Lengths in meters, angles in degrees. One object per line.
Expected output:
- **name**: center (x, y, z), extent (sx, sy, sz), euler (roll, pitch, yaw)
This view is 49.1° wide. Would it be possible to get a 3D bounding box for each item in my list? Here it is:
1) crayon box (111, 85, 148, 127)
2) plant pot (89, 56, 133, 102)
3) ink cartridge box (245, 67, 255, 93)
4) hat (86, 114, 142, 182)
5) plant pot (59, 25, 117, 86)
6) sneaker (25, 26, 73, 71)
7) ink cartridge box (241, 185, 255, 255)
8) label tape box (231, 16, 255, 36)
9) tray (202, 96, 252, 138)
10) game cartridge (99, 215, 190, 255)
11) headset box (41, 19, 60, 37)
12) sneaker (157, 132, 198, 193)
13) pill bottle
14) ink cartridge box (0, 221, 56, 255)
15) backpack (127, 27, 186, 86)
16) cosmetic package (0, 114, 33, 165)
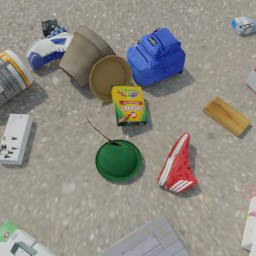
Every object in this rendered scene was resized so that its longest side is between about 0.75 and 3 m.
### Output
- **crayon box**: center (0.020, -0.999, 11.071), extent (1.173, 0.469, 1.848), euler (-3, 67, -20)
- **plant pot**: center (-0.701, -1.989, 11.300), extent (1.895, 1.895, 0.260), euler (-27, 34, -14)
- **ink cartridge box**: center (6.526, -2.079, 11.631), extent (2.444, 1.019, 1.775), euler (-27, 65, -14)
- **hat**: center (-0.534, 0.777, 9.547), extent (1.981, 1.743, 1.641), euler (9, 64, 9)
- **plant pot**: center (-1.809, -2.848, 11.656), extent (2.129, 2.129, 1.847), euler (39, 85, 19)
- **sneaker**: center (-3.148, -3.402, 12.350), extent (1.460, 1.022, 2.529), euler (33, 65, 19)
- **ink cartridge box**: center (4.651, 3.235, 8.839), extent (1.613, 0.935, 2.769), euler (22, 62, 11)
- **label tape box**: center (5.754, -5.017, 13.577), extent (1.172, 0.388, 0.840), euler (-17, 63, -7)
- **tray**: center (3.945, -0.481, 11.190), extent (1.709, 0.316, 0.843), euler (41, 69, 20)
- **game cartridge**: center (0.416, 4.148, 8.630), extent (2.792, 0.536, 1.810), euler (-27, 61, -14)
- **headset box**: center (-3.707, -4.832, 13.482), extent (0.801, 0.372, 0.697), euler (-13, 62, -7)
- **sneaker**: center (2.023, 1.322, 10.054), extent (1.263, 0.856, 2.186), euler (29, 78, 5)
- **pill bottle**: center (-5.372, -1.697, 11.100), extent (2.794, 1.626, 1.626), euler (-41, 69, -19)
- **ink cartridge box**: center (-3.307, 4.002, 8.491), extent (1.936, 0.814, 1.413), euler (29, 66, 14)
- **backpack**: center (1.028, -3.010, 11.717), extent (2.193, 1.840, 1.782), euler (-28, 58, -10)
- **cosmetic package**: center (-4.268, 0.399, 10.615), extent (0.795, 0.488, 1.925), euler (3, 62, 1)
